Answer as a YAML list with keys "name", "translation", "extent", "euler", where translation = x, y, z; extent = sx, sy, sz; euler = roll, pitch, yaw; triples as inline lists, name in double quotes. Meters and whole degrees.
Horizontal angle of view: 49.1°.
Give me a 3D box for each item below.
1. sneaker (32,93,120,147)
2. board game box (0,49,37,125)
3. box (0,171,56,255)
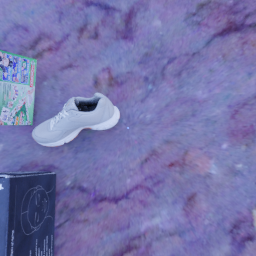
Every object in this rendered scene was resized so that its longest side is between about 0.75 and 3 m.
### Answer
- name: "sneaker"
  translation: [-1.667, -0.353, 8.061]
  extent: [2.679, 1.232, 1.014]
  euler: [-20, 55, 7]
- name: "board game box"
  translation: [-3.322, -1.099, 8.144]
  extent: [0.298, 1.380, 2.050]
  euler: [6, 93, 26]
- name: "box"
  translation: [-3.138, 2.561, 7.074]
  extent: [1.774, 2.813, 2.862]
  euler: [-1, 82, 4]
